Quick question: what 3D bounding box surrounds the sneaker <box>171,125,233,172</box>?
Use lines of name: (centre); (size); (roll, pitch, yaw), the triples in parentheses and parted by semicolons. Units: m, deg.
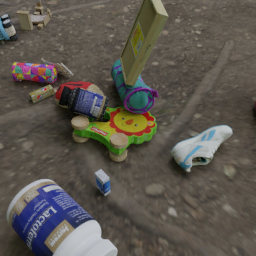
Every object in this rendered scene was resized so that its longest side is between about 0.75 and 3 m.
sneaker: (2.578, 0.665, 9.295); (2.263, 0.866, 0.914); (-25, 59, -13)

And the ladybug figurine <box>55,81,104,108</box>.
ladybug figurine: (-1.931, -1.313, 10.816); (2.138, 0.769, 1.451); (5, 33, 21)

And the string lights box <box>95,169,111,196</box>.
string lights box: (-0.748, 1.635, 8.351); (0.237, 0.805, 0.414); (-33, 56, -26)

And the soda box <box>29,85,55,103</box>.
soda box: (-3.514, -1.404, 11.442); (0.954, 0.323, 0.305); (-28, 54, -23)

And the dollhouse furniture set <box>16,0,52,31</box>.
dollhouse furniture set: (-5.055, -6.381, 15.539); (1.130, 0.965, 2.179); (8, 48, 7)

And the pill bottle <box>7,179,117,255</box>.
pill bottle: (-1.636, 2.609, 6.969); (2.660, 1.539, 1.539); (33, 56, 27)

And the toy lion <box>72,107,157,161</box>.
toy lion: (-0.363, -0.103, 10.037); (2.540, 0.872, 2.435); (23, 45, 20)

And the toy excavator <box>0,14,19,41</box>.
toy excavator: (-6.873, -5.109, 14.508); (1.930, 0.964, 1.877); (-24, 50, -9)

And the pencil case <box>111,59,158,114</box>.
pencil case: (0.158, -1.721, 10.840); (1.298, 1.195, 2.809); (-21, 40, 1)

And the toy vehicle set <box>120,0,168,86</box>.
toy vehicle set: (0.410, -2.890, 9.192); (0.348, 2.624, 1.630); (9, 45, -20)

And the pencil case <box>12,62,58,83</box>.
pencil case: (-4.002, -2.358, 12.025); (1.886, 0.833, 0.833); (5, 48, 5)

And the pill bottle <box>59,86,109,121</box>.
pill bottle: (-1.533, -0.889, 9.697); (1.579, 0.883, 0.883); (18, 47, -11)

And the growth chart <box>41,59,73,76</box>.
growth chart: (-3.061, -2.613, 12.196); (1.287, 0.932, 0.114); (17, 73, 26)
